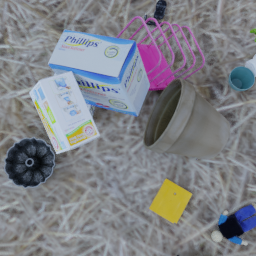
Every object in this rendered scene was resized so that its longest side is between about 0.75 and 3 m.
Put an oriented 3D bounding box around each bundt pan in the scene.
[{"bbox_3d":[-3.445,1.265,10.121,1.822,0.684,1.822,0,78,0],"label":"bundt pan"}]

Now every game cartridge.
[{"bbox_3d":[1.533,2.633,10.075,1.109,0.204,1.258,30,81,6],"label":"game cartridge"}]

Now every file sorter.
[{"bbox_3d":[1.084,-2.568,9.740,2.769,1.736,1.924,-12,74,-46],"label":"file sorter"}]

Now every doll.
[{"bbox_3d":[3.788,3.423,9.742,1.930,0.468,1.317,-25,79,-6],"label":"doll"}]

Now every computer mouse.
[{"bbox_3d":[1.141,-4.781,11.721,0.850,0.278,1.210,8,83,6],"label":"computer mouse"}]

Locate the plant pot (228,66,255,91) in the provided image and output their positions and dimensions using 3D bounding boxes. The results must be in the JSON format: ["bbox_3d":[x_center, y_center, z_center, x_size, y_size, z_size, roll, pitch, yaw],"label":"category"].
[{"bbox_3d":[4.300,-1.812,10.835,0.944,0.636,0.944,0,77,0],"label":"plant pot"}]

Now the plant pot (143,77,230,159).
[{"bbox_3d":[2.107,-0.044,9.677,2.284,2.632,2.632,26,78,-11],"label":"plant pot"}]

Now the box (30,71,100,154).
[{"bbox_3d":[-1.599,-0.347,7.038,0.896,0.995,1.769,-25,92,-35],"label":"box"}]

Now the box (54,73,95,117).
[{"bbox_3d":[-2.030,-1.232,10.562,1.589,0.907,1.728,10,77,2],"label":"box"}]

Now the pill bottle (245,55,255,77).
[{"bbox_3d":[5.469,-2.581,10.860,1.681,0.930,0.930,-24,78,-5],"label":"pill bottle"}]

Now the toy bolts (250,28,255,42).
[{"bbox_3d":[4.095,-2.559,7.853,0.675,0.930,0.973,-37,108,0],"label":"toy bolts"}]

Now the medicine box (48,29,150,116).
[{"bbox_3d":[-0.687,-1.479,7.895,2.077,2.280,1.173,15,74,20],"label":"medicine box"}]
